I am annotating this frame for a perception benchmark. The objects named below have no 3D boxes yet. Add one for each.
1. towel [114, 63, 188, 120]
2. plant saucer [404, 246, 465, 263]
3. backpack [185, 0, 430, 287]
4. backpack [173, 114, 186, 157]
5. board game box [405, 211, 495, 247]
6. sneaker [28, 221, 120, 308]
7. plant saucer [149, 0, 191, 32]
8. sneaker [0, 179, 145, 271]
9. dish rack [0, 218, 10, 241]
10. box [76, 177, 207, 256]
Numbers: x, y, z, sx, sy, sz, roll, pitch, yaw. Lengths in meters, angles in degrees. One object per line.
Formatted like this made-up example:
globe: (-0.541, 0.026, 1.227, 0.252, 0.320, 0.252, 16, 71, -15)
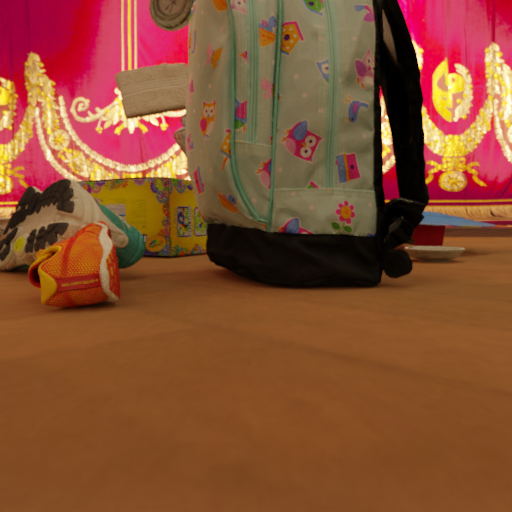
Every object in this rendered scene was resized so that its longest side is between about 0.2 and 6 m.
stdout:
towel: (-2.124, -3.593, 12.148, 1.693, 1.122, 0.292, -14, -16, -11)
plant saucer: (3.043, -0.022, 9.582, 0.991, 0.249, 0.991, 0, 5, 0)
backpack: (0.353, -1.674, 6.947, 2.470, 3.903, 3.257, -2, 6, -24)
backpack: (-0.924, -2.955, 14.618, 1.776, 2.196, 2.306, -45, 22, -11)
board game box: (2.872, -0.540, 12.766, 3.828, 0.943, 4.845, 4, 9, -7)
sneaker: (-1.771, 0.045, 5.430, 0.784, 0.742, 2.033, -5, 4, -16)
plant saucer: (-1.433, -4.357, 9.604, 0.958, 0.958, 0.240, -4, 45, -44)
sneaker: (-2.700, -0.182, 7.781, 1.310, 1.275, 3.290, 28, -14, -36)
dish rack: (-7.957, -0.645, 14.751, 3.005, 0.762, 3.502, -2, 5, -19)
box: (-2.104, -0.804, 11.688, 2.445, 1.492, 2.355, 1, 4, 28)
